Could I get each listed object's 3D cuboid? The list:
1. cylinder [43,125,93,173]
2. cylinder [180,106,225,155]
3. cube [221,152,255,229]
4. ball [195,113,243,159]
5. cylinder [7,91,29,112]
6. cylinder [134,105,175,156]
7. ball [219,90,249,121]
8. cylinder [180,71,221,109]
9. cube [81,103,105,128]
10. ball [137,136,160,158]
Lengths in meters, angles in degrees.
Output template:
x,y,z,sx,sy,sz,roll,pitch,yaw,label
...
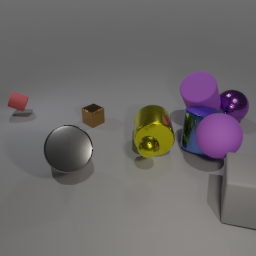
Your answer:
x,y,z,sx,sy,sz,roll,pitch,yaw,label
-1.844,0.690,8.679,1.400,1.400,1.400,-8,-6,-14,cylinder
2.667,0.051,10.053,1.400,1.400,1.400,3,20,-1,cylinder
3.278,1.658,7.450,1.400,1.400,1.400,6,30,16,cube
2.798,0.241,8.646,1.400,1.400,1.400,0,31,0,ball
-4.792,-1.156,12.231,0.700,0.700,0.700,20,25,-19,cylinder
0.929,0.067,10.221,1.400,1.400,1.400,1,31,1,cylinder
4.401,-0.928,11.922,1.400,1.400,1.400,0,31,0,ball
2.914,-1.298,11.220,1.400,1.400,1.400,-11,61,20,cylinder
-1.484,-0.540,11.967,0.700,0.700,0.700,26,39,37,cube
0.636,0.586,8.730,0.700,0.700,0.700,0,31,0,ball
